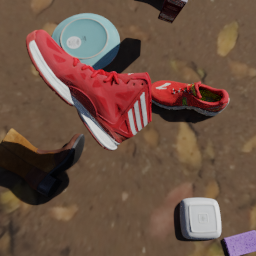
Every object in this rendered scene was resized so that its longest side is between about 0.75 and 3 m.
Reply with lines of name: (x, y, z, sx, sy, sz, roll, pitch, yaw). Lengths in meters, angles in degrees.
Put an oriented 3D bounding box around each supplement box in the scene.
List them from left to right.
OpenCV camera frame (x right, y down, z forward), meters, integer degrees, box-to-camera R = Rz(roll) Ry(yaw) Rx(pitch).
supplement box: (1.350, -3.698, 7.856, 0.524, 1.720, 0.936, 20, 92, -5)

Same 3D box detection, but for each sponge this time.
sponge: (3.142, 3.172, 7.678, 0.902, 0.135, 0.503, -13, 72, -4)

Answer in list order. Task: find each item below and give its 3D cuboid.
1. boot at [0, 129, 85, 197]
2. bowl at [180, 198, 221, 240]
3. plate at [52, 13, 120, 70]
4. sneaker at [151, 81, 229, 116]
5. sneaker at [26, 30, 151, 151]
boot: (-2.626, 0.645, 8.358, 2.219, 0.760, 2.089, 29, 82, 16)
bowl: (2.035, 2.494, 7.758, 1.123, 0.420, 1.124, 0, 70, -1)
plate: (-1.487, -3.019, 9.623, 2.416, 0.309, 2.416, 0, 73, -1)
sneaker: (1.849, -1.101, 8.587, 2.504, 1.063, 0.964, 9, 72, 3)
sneaker: (-0.567, -1.085, 5.906, 1.729, 1.173, 2.993, -33, 113, 14)
